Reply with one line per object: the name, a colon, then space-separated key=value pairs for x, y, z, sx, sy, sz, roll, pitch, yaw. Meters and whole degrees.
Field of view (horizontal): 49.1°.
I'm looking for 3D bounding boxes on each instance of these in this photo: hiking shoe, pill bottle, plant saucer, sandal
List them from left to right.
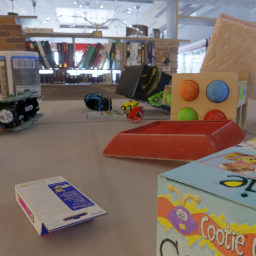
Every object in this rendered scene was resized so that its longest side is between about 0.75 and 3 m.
pill bottle: x=-3.892 y=-1.538 z=10.213 sx=1.361 sy=2.393 sz=1.361 roll=0 pitch=12 yaw=0
hiking shoe: x=-1.606 y=-1.250 z=12.904 sx=0.933 sy=0.800 sz=2.151 roll=-6 pitch=13 yaw=-34
sandal: x=0.826 y=-1.526 z=9.138 sx=0.495 sy=0.689 sz=1.736 roll=-12 pitch=-3 yaw=-15
plant saucer: x=1.056 y=0.162 z=5.971 sx=2.419 sy=0.444 sz=2.414 roll=-1 pitch=8 yaw=32

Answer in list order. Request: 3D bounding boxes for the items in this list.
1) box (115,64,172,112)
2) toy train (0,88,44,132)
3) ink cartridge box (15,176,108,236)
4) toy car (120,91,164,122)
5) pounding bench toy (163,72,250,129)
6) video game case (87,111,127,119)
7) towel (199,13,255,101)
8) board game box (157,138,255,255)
box: x=0.980 y=-1.635 z=11.769 sx=2.302 sy=1.352 sz=2.264 roll=19 pitch=3 yaw=-22
toy train: x=-3.571 y=-0.477 z=8.497 sx=1.519 sy=1.136 sz=2.665 roll=-13 pitch=13 yaw=0
ink cartridge box: x=-0.834 y=0.902 z=3.278 sx=0.640 sy=0.251 sz=1.352 roll=-7 pitch=11 yaw=-34
toy car: x=0.698 y=-0.829 z=10.146 sx=1.810 sy=0.429 sz=1.924 roll=-25 pitch=20 yaw=-2
pounding bench toy: x=1.870 y=-0.758 z=8.086 sx=2.687 sy=1.669 sz=2.096 roll=7 pitch=13 yaw=31
video game case: x=-0.801 y=-0.515 z=10.878 sx=1.543 sy=0.137 sz=1.104 roll=-2 pitch=10 yaw=-7
towel: x=3.362 y=-1.950 z=8.163 sx=2.245 sy=2.350 sz=0.379 roll=24 pitch=58 yaw=14
board game box: x=1.267 y=0.713 z=2.042 sx=2.064 sy=1.063 sz=1.082 roll=-10 pitch=15 yaw=-42
